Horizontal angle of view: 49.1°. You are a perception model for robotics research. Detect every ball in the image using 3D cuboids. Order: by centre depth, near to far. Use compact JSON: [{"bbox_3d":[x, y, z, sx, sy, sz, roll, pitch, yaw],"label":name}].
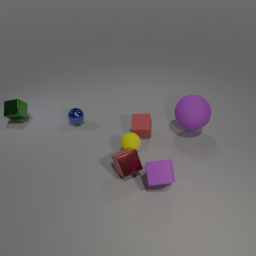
[{"bbox_3d":[0.095,0.513,9.883,0.700,0.700,0.700,0,32,0],"label":"ball"},{"bbox_3d":[2.539,-0.609,10.979,1.400,1.400,1.400,0,32,0],"label":"ball"},{"bbox_3d":[-2.211,-0.511,11.922,0.700,0.700,0.700,0,32,0],"label":"ball"}]

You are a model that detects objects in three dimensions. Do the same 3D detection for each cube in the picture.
[{"bbox_3d":[0.988,1.343,8.500,0.700,0.700,0.700,-11,-9,18],"label":"cube"},{"bbox_3d":[-0.041,1.109,9.134,0.700,0.700,0.700,-23,8,-17],"label":"cube"},{"bbox_3d":[0.551,-0.099,11.031,0.700,0.700,0.700,-1,64,11],"label":"cube"},{"bbox_3d":[-4.837,-0.780,12.085,0.700,0.700,0.700,-9,-15,13],"label":"cube"}]
